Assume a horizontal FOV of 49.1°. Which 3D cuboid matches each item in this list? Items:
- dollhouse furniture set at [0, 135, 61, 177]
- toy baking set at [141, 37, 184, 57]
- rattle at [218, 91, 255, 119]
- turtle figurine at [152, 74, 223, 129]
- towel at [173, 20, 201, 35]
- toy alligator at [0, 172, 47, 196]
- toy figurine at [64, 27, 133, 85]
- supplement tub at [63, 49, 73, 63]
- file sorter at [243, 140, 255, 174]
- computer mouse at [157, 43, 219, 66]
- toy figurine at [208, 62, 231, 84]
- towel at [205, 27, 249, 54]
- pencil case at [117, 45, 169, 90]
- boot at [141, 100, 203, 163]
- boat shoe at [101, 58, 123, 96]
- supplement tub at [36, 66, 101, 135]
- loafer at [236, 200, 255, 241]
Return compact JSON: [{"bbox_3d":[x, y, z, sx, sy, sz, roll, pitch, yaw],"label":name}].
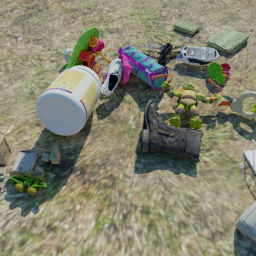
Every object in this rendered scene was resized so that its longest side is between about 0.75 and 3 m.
[{"bbox_3d":[-2.971,0.846,8.111,1.769,0.783,0.917,4,45,4],"label":"dollhouse furniture set"},{"bbox_3d":[1.692,-3.759,13.163,2.039,0.237,1.565,-29,49,-26],"label":"toy baking set"},{"bbox_3d":[4.138,-0.932,10.037,1.512,0.984,1.080,4,33,34],"label":"rattle"},{"bbox_3d":[1.967,-0.920,9.852,2.607,0.840,2.102,14,54,2],"label":"turtle figurine"},{"bbox_3d":[3.075,-5.271,14.652,1.254,0.229,0.930,30,51,28],"label":"towel"},{"bbox_3d":[-2.890,1.518,7.753,1.557,0.374,0.516,11,46,19],"label":"toy alligator"},{"bbox_3d":[-0.984,-2.374,10.970,2.184,1.781,2.373,33,84,8],"label":"toy figurine"},{"bbox_3d":[-2.314,-2.967,12.036,0.643,0.643,0.885,-32,54,-28],"label":"supplement tub"},{"bbox_3d":[4.221,0.736,8.258,1.183,0.736,0.821,-8,45,-7],"label":"file sorter"},{"bbox_3d":[2.617,-3.097,12.236,2.538,0.557,1.392,9,53,10],"label":"computer mouse"},{"bbox_3d":[3.910,-2.326,11.497,0.891,0.727,0.968,-20,70,-31],"label":"toy figurine"},{"bbox_3d":[4.844,-4.270,13.549,1.474,0.362,1.987,34,54,28],"label":"towel"},{"bbox_3d":[0.584,-2.479,11.273,2.298,0.978,1.062,41,16,35],"label":"pencil case"},{"bbox_3d":[1.423,0.091,8.983,1.930,0.768,2.217,6,53,3],"label":"boot"},{"bbox_3d":[-0.487,-1.927,10.418,0.586,0.521,1.593,24,72,-25],"label":"boat shoe"},{"bbox_3d":[-1.843,-0.981,9.207,1.596,1.596,2.195,9,37,9],"label":"supplement tub"},{"bbox_3d":[3.510,2.031,7.051,1.933,0.676,0.675,-37,60,-22],"label":"loafer"}]
